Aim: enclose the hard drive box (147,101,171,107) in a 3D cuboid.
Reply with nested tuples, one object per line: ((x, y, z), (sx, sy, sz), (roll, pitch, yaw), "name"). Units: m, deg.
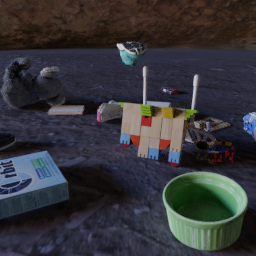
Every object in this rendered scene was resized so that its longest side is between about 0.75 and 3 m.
((1.094, -0.630, 11.264), (1.118, 0.551, 1.435), (5, 21, 14), "hard drive box")

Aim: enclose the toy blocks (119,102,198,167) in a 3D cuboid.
((0.704, 0.160, 7.807), (2.285, 1.562, 1.142), (8, 5, 21), "toy blocks")

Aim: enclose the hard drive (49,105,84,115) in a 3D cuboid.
((-2.663, -0.791, 12.263), (1.392, 0.183, 0.918), (0, 20, -2), "hard drive")

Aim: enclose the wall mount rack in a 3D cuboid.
((1.397, -0.551, 8.527), (2.872, 2.495, 1.071), (17, 68, 34), "wall mount rack")

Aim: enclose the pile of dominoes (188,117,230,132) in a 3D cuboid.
((3.116, -0.222, 10.638), (1.418, 0.226, 1.105), (-14, 24, -33), "pile of dominoes")

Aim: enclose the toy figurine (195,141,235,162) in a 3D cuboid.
((2.430, 0.692, 8.085), (1.097, 0.579, 0.657), (3, -8, 1), "toy figurine")

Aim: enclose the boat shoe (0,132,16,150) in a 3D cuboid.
((-4.560, 0.339, 8.434), (2.179, 0.674, 0.816), (-7, 21, -19), "boat shoe")

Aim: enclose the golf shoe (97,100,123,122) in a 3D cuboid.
((-0.599, -0.680, 11.273), (0.850, 0.699, 1.857), (11, 24, 19), "golf shoe")

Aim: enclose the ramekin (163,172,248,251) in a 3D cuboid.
((1.372, 1.479, 5.063), (1.438, 0.703, 1.438), (-5, 24, 2), "ramekin")

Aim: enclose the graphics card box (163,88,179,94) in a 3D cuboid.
((2.398, -2.080, 15.757), (0.511, 0.207, 0.814), (-10, 21, -25), "graphics card box")

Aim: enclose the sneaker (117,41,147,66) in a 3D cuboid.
((0.181, -2.730, 10.349), (0.844, 0.867, 2.178), (-11, 19, -9), "sneaker")

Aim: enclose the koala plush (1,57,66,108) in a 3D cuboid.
((-4.156, -1.880, 12.780), (2.480, 2.199, 2.279), (2, 32, 3), "koala plush")

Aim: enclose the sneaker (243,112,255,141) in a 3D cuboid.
((4.294, 0.018, 9.182), (0.998, 0.981, 2.591), (0, 10, 30), "sneaker")

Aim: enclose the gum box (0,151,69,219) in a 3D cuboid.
((-2.632, 1.253, 6.220), (2.157, 0.481, 1.833), (-11, 23, -27), "gum box")
